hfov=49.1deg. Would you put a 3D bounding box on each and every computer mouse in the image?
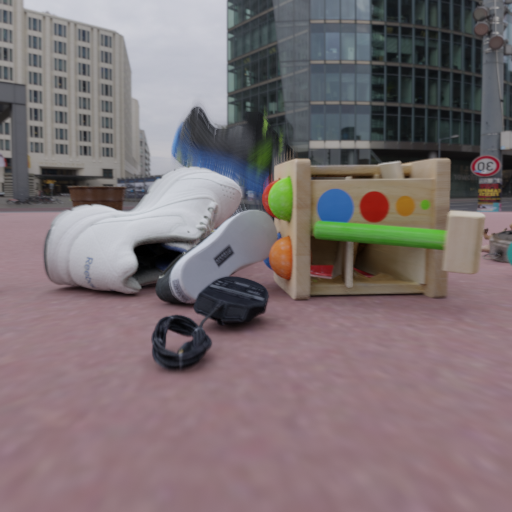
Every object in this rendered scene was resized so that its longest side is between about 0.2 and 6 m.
[{"bbox_3d":[-0.322,0.525,4.289,0.551,0.320,1.880,15,15,13],"label":"computer mouse"}]

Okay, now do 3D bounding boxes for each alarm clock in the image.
[{"bbox_3d":[4.311,-0.146,9.426,1.309,0.436,0.883,-19,19,-26],"label":"alarm clock"}]

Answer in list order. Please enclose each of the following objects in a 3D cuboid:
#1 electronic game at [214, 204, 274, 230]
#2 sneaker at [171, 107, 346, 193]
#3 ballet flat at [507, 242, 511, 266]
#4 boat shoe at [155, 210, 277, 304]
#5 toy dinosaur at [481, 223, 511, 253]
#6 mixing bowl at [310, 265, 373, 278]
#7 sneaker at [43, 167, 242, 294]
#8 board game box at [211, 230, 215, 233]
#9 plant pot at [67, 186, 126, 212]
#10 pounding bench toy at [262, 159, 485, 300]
[{"bbox_3d":[0.193,-0.598,12.188,2.531,0.527,2.531,8,19,-3],"label":"electronic game"},{"bbox_3d":[0.142,-1.916,10.515,3.473,1.439,1.231,18,6,4],"label":"sneaker"},{"bbox_3d":[3.643,0.149,6.989,0.507,0.504,1.481,9,16,1],"label":"ballet flat"},{"bbox_3d":[-0.405,-0.017,6.042,0.494,0.599,1.744,-17,13,41],"label":"boat shoe"},{"bbox_3d":[4.601,-0.184,10.139,1.210,0.820,0.519,-22,-28,8],"label":"toy dinosaur"},{"bbox_3d":[1.534,-0.270,8.301,1.852,1.003,1.852,-1,6,0],"label":"mixing bowl"},{"bbox_3d":[-1.085,-0.254,7.218,1.377,1.178,3.162,20,34,28],"label":"sneaker"},{"bbox_3d":[-1.243,-0.182,9.439,1.845,0.569,1.846,3,6,17],"label":"board game box"},{"bbox_3d":[-3.880,-1.015,13.719,1.387,1.373,1.387,1,6,0],"label":"plant pot"},{"bbox_3d":[1.073,-0.295,6.067,1.858,1.480,2.382,-1,6,-7],"label":"pounding bench toy"}]
